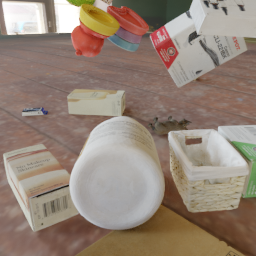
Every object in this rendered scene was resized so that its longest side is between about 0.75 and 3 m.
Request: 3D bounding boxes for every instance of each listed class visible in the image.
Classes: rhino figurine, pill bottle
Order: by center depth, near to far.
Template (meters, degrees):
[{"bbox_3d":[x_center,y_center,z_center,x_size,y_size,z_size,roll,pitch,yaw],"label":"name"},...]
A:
[{"bbox_3d":[-0.178,0.682,6.142,1.672,1.672,2.924,0,15,1],"label":"pill bottle"},{"bbox_3d":[1.498,-0.081,9.507,1.541,0.461,0.674,-7,35,-20],"label":"rhino figurine"}]

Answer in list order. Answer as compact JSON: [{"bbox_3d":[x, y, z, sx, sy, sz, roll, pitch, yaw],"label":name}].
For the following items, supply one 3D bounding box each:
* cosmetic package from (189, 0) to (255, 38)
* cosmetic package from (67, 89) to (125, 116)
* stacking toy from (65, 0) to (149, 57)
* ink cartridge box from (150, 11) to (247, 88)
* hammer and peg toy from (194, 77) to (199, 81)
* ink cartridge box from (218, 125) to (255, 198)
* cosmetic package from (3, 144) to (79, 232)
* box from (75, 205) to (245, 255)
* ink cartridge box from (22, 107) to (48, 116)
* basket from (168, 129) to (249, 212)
[{"bbox_3d":[2.570,-2.573,6.429,2.116,0.536,0.873,-1,60,-11],"label":"cosmetic package"},{"bbox_3d":[-1.235,-1.047,11.318,2.154,0.765,1.133,2,24,6],"label":"cosmetic package"},{"bbox_3d":[-0.835,-2.796,7.416,2.249,1.049,2.484,46,34,18],"label":"stacking toy"},{"bbox_3d":[2.475,-3.027,9.861,2.747,1.982,1.150,-29,38,16],"label":"ink cartridge box"},{"bbox_3d":[3.778,-3.081,16.445,0.787,0.377,1.070,11,26,27],"label":"hammer and peg toy"},{"bbox_3d":[3.680,0.718,6.912,2.478,1.084,1.800,-4,24,-6],"label":"ink cartridge box"},{"bbox_3d":[-1.946,1.184,6.130,1.016,0.858,1.966,-16,28,-32],"label":"cosmetic package"},{"bbox_3d":[0.384,2.242,4.465,2.467,0.262,2.017,-21,31,-39],"label":"box"},{"bbox_3d":[-3.699,-0.660,11.178,0.949,0.186,0.472,-3,23,-10],"label":"ink cartridge box"},{"bbox_3d":[1.692,0.913,6.390,1.263,1.150,1.864,-2,23,-5],"label":"basket"}]
